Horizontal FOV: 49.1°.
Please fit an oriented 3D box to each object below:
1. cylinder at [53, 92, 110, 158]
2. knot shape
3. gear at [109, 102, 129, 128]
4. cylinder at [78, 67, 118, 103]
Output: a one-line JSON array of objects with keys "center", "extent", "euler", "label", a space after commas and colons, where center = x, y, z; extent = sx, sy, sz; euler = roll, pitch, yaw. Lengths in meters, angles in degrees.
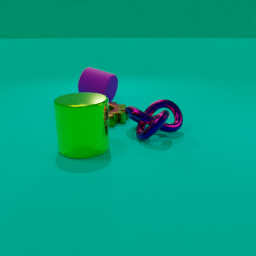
[{"center": [-1.122, -0.103, 6.937], "extent": [1.304, 1.304, 1.304], "euler": [0, 21, 0], "label": "cylinder"}, {"center": [0.703, -0.218, 7.906], "extent": [1.716, 0.793, 1.606], "euler": [-1, 23, 9], "label": "knot shape"}, {"center": [-0.985, -0.490, 9.447], "extent": [1.984, 0.367, 1.984], "euler": [0, 20, 0], "label": "gear"}, {"center": [-1.185, -1.696, 11.229], "extent": [1.206, 1.206, 1.206], "euler": [20, 25, 18], "label": "cylinder"}]
